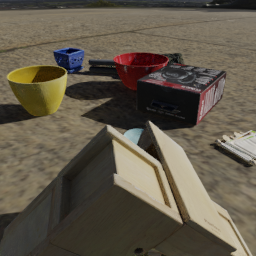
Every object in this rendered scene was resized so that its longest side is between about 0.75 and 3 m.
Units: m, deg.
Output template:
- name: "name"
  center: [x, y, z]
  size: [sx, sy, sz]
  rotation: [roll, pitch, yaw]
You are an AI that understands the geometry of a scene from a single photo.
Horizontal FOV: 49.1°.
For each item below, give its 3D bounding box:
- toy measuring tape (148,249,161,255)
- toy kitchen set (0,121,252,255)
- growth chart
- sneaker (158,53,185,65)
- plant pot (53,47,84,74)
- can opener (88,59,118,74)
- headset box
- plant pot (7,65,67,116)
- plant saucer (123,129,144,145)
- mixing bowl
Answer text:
- name: "toy measuring tape"
  center: [0.152, 2.226, 3.703]
  size: [0.695, 0.695, 1.890]
  rotation: [9, 30, 17]
- name: "toy kitchen set"
  center: [-0.070, 1.446, 4.603]
  size: [2.810, 2.535, 2.292]
  rotation: [37, 20, -26]
- name: "growth chart"
  center: [3.534, 0.430, 7.547]
  size: [2.002, 0.178, 1.448]
  rotation: [-11, 30, -20]
- name: "sneaker"
  center: [1.953, -3.008, 13.122]
  size: [1.433, 0.956, 2.501]
  rotation: [-2, 22, 11]
- name: "plant pot"
  center: [-2.819, -3.254, 13.548]
  size: [1.104, 0.992, 1.104]
  rotation: [18, 33, 32]
- name: "can opener"
  center: [-0.667, -2.808, 13.049]
  size: [2.581, 0.689, 0.863]
  rotation: [5, 28, 12]
- name: "headset box"
  center: [1.824, -1.264, 9.667]
  size: [2.215, 1.150, 2.977]
  rotation: [16, 33, 28]
- name: "plant pot"
  center: [-2.920, -1.186, 9.332]
  size: [1.859, 1.320, 1.859]
  rotation: [1, 29, 0]
- name: "plant saucer"
  center: [0.287, 0.330, 7.551]
  size: [0.853, 0.164, 0.853]
  rotation: [3, 36, -2]
- name: "mixing bowl"
  center: [0.522, -2.271, 11.498]
  size: [2.212, 1.198, 2.212]
  rotation: [0, 29, 0]
